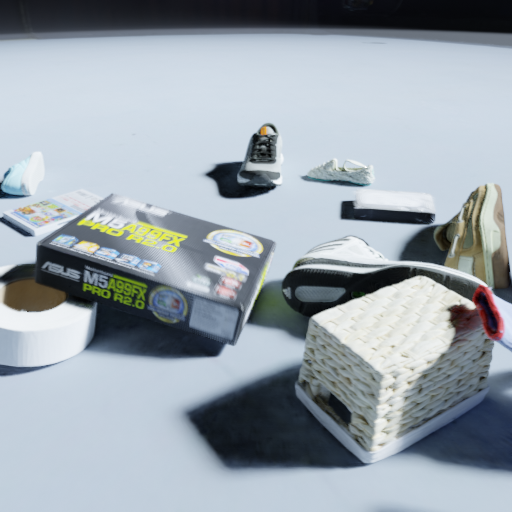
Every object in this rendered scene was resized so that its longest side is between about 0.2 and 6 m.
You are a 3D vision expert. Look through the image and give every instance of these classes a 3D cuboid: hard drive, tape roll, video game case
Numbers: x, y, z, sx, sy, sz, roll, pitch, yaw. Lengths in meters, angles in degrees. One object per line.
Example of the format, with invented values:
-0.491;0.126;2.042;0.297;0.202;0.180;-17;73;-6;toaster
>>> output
2.678;-0.979;10.907;1.478;0.280;1.032;6;28;9;hard drive
-2.817;0.704;7.039;1.569;0.549;1.569;11;27;-5;tape roll
-3.787;-0.869;10.827;1.230;0.155;1.718;23;35;37;video game case

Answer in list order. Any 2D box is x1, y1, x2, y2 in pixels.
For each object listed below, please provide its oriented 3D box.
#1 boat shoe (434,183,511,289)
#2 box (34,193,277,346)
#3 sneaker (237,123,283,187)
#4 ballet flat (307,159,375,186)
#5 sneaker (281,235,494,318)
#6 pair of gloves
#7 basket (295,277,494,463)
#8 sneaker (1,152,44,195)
3.480;-0.424;9.166;1.111;1.046;2.918;-6;21;24;boat shoe
-1.252;0.059;7.771;2.734;0.605;2.190;17;26;6;box
0.121;-2.248;12.547;0.981;1.053;2.655;3;29;2;sneaker
1.906;-1.922;12.507;1.538;0.552;0.552;10;29;20;ballet flat
1.846;0.204;7.768;2.725;1.029;1.568;6;30;17;sneaker
3.388;1.545;4.804;3.070;0.435;3.818;24;26;-5;pair of gloves
1.493;1.087;5.945;1.835;1.132;1.244;-16;32;-29;basket
-5.090;-1.841;12.181;0.714;0.645;1.744;1;26;-9;sneaker
